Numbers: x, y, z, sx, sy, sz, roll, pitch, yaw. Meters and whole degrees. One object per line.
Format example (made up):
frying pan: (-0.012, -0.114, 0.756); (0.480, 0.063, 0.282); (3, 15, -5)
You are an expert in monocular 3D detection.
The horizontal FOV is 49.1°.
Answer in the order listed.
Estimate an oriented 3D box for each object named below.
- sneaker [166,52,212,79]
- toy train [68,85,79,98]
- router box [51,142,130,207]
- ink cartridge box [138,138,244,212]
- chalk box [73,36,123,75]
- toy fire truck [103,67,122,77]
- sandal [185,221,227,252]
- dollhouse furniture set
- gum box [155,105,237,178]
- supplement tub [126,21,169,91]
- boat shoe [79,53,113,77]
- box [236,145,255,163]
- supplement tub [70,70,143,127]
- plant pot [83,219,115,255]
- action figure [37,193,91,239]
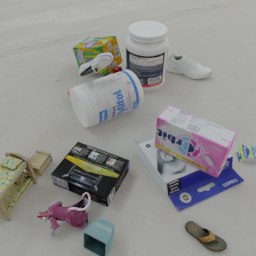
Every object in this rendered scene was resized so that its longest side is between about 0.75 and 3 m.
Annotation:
sneaker: (3.102, -3.203, 14.415); (2.447, 0.981, 0.861); (17, 44, 15)
toy train: (-1.959, -1.444, 12.972); (1.627, 0.452, 1.222); (20, 42, 19)
router box: (-1.262, 1.520, 9.704); (2.174, 0.568, 1.709); (18, 46, 18)
ink cartridge box: (2.203, 1.208, 10.034); (2.834, 0.577, 2.840); (-19, 47, -19)
chalk box: (-1.753, -3.744, 14.439); (2.365, 1.476, 1.466); (7, 41, 31)
toy fire truck: (-0.868, -2.422, 13.804); (1.198, 0.800, 1.427); (3, 39, 30)
sandal: (2.262, 3.116, 8.187); (1.275, 0.348, 0.521); (32, 52, 30)
dollhouse furniture set: (-4.312, 1.274, 9.318); (2.317, 1.456, 2.620); (13, 45, 14)
gum box: (2.095, 0.386, 9.401); (2.561, 1.453, 0.847); (26, 49, 24)
supplement tub: (0.876, -3.353, 13.219); (1.960, 2.793, 1.960); (0, 43, 0)
boat shoe: (-1.232, -2.357, 10.831); (1.550, 0.570, 0.518); (-21, 46, 29)
box: (4.700, 0.985, 10.499); (1.132, 0.270, 0.690); (5, 43, 4)
supplement tub: (-0.872, -1.264, 11.777); (2.681, 1.769, 1.769); (-24, 49, -22)
plant pot: (-0.751, 3.068, 7.998); (0.749, 0.751, 0.765); (20, 37, 20)
action figure: (-1.907, 2.574, 8.286); (1.520, 1.132, 1.018); (4, 48, -16)
